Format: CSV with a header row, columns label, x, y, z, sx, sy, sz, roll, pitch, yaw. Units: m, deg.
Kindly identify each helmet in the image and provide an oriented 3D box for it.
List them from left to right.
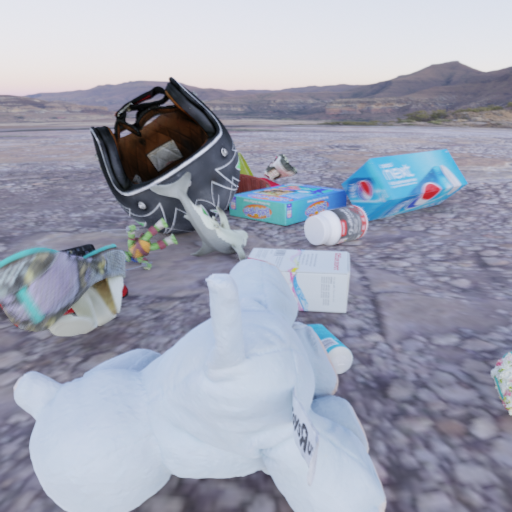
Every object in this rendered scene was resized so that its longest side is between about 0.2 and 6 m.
label,x,y,z,sx,sy,sz,roll,pitch,yaw
helmet,-1.636,-1.754,11.030,2.847,2.715,2.847,-34,-8,-5

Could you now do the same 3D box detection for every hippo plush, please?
label,x,y,z,sx,sy,sz,roll,pitch,yaw
hippo plush,-0.384,1.224,3.673,1.885,1.867,2.344,-28,1,8

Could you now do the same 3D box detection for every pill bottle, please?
label,x,y,z,sx,sy,sz,roll,pitch,yaw
pill bottle,1.506,-0.560,10.599,1.153,0.668,0.668,-14,21,-37

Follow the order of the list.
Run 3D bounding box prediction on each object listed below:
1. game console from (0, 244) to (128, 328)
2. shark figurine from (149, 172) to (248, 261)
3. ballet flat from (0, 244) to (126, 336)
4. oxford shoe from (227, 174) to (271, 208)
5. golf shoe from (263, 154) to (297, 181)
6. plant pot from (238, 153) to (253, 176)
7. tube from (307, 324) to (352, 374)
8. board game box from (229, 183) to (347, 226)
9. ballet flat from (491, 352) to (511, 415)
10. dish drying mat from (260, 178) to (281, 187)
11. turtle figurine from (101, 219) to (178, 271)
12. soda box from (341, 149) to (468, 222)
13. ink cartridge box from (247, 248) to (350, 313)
label,x,y,z,sx,sy,sz,roll,pitch,yaw
game console,-2.957,0.515,7.864,1.460,1.005,1.694,-27,-7,43
shark figurine,-0.922,-0.402,9.600,0.861,2.062,1.232,-33,41,20
ballet flat,-2.088,0.431,6.568,1.012,1.012,2.814,1,2,4
oxford shoe,-0.823,-1.581,13.820,2.428,0.855,0.908,-2,6,-21
golf shoe,0.674,-2.441,16.079,0.801,0.702,1.818,-39,9,3
plant pot,-0.695,-1.945,14.693,1.177,1.101,1.101,-27,14,9
tube,0.707,0.951,6.240,0.453,0.295,1.169,4,10,-14
board game box,0.770,-1.255,13.183,1.738,0.514,2.286,15,22,42
ballet flat,2.999,1.260,4.826,1.814,0.686,0.580,3,46,23
dish drying mat,0.273,-1.896,15.793,1.056,0.250,2.750,1,16,-20
turtle figurine,-1.805,-0.175,9.080,0.947,0.977,0.703,-31,66,-4
soda box,3.525,-1.683,13.059,3.170,1.075,1.017,-14,-18,-39
ink cartridge box,0.570,0.322,7.747,1.411,0.584,1.028,3,17,9
